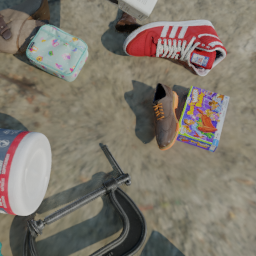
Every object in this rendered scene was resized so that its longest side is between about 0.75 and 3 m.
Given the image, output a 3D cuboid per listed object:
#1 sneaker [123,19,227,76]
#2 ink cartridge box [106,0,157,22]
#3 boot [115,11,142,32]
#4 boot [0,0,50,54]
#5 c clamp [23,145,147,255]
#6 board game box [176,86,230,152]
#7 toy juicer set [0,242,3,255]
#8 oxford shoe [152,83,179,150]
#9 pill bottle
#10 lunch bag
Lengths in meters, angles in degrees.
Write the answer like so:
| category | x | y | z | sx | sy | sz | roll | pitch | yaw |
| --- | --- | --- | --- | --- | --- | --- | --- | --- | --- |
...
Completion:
| category | x | y | z | sx | sy | sz | roll | pitch | yaw |
| --- | --- | --- | --- | --- | --- | --- | --- | --- | --- |
| sneaker | 1.403 | -2.209 | 7.969 | 2.864 | 1.020 | 1.611 | -13 | 58 | -10 |
| ink cartridge box | -0.185 | -3.235 | 5.324 | 2.000 | 0.834 | 1.452 | 27 | 98 | -13 |
| boot | 0.322 | -3.603 | 9.152 | 1.221 | 0.421 | 1.310 | 17 | 57 | 7 |
| boot | -3.477 | -3.487 | 8.759 | 1.980 | 0.951 | 2.708 | -10 | 61 | -4 |
| c clamp | -0.933 | 1.899 | 5.878 | 2.864 | 0.388 | 2.446 | -30 | 58 | -24 |
| board game box | 1.913 | -0.265 | 7.235 | 1.052 | 0.350 | 1.564 | 18 | 62 | 10 |
| toy juicer set | -2.930 | 2.858 | 5.385 | 1.292 | 0.553 | 2.032 | -18 | 70 | 5 |
| oxford shoe | 0.830 | -0.316 | 6.959 | 0.661 | 0.676 | 1.853 | -23 | 46 | 32 |
| pill bottle | -3.250 | 0.796 | 5.844 | 2.858 | 1.709 | 1.709 | 5 | 60 | 4 |
| lunch bag | -1.987 | -2.160 | 7.917 | 1.571 | 0.606 | 1.260 | 27 | 79 | 2 |
